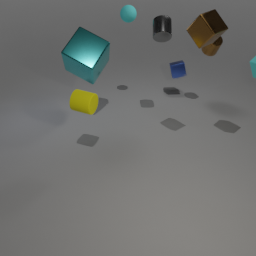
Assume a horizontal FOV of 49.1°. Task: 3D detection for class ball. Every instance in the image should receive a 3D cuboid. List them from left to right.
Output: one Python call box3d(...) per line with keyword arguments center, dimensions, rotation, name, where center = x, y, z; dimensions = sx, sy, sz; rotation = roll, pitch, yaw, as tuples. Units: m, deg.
box3d(center=(0.015, -4.851, 11.901), dimensions=(0.700, 0.700, 0.700), rotation=(0, 30, 0), name="ball")

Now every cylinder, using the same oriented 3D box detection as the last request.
box3d(center=(-1.415, -0.840, 9.037), dimensions=(0.700, 0.700, 0.700), rotation=(15, 33, 15), name="cylinder")
box3d(center=(1.256, -3.637, 10.297), dimensions=(0.700, 0.700, 0.700), rotation=(1, -14, 0), name="cylinder")
box3d(center=(3.604, -3.576, 12.026), dimensions=(0.700, 0.700, 0.700), rotation=(2, 66, -5), name="cylinder")

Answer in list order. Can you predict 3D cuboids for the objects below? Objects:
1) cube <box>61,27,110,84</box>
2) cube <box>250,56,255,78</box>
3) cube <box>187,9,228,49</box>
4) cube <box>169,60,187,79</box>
box3d(center=(-1.678, -2.900, 11.368), dimensions=(1.400, 1.400, 1.400), rotation=(29, 74, 3), name="cube")
box3d(center=(4.489, -2.013, 9.024), dimensions=(0.700, 0.700, 0.700), rotation=(-42, 40, -8), name="cube")
box3d(center=(2.273, -2.844, 8.054), dimensions=(0.700, 0.700, 0.700), rotation=(-29, 84, -31), name="cube")
box3d(center=(2.503, -2.938, 14.082), dimensions=(0.700, 0.700, 0.700), rotation=(-11, 22, 8), name="cube")
